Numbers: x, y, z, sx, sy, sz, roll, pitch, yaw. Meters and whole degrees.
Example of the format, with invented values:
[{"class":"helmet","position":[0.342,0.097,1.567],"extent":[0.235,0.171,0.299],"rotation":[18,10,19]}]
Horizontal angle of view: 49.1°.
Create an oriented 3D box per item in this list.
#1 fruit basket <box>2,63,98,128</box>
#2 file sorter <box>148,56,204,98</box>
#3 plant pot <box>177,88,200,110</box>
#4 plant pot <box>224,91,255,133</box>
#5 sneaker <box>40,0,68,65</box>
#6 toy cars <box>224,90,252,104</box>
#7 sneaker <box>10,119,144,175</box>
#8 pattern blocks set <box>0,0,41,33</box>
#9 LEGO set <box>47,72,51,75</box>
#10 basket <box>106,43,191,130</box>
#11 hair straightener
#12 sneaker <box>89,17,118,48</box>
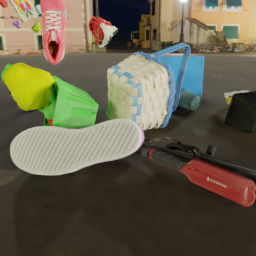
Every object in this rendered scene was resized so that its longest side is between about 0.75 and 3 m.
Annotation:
[{"class":"fruit basket","position":[-2.262,-0.667,7.760],"extent":[2.654,1.914,2.654],"rotation":[14,13,-3]},{"class":"file sorter","position":[1.966,-2.453,13.360],"extent":[2.732,1.896,1.676],"rotation":[-2,16,-7]},{"class":"plant pot","position":[2.378,-1.102,11.111],"extent":[0.800,0.800,0.784],"rotation":[-16,32,-40]},{"class":"plant pot","position":[3.825,-0.431,8.645],"extent":[1.083,1.085,0.963],"rotation":[-9,33,-26]},{"class":"sneaker","position":[-1.673,-2.275,6.449],"extent":[0.626,1.698,0.736],"rotation":[-3,29,-13]},{"class":"toy cars","position":[4.546,-1.092,11.293],"extent":[1.253,0.619,2.796],"rotation":[3,15,16]},{"class":"sneaker","position":[-1.031,0.422,6.360],"extent":[2.848,1.032,1.624],"rotation":[-5,-1,7]},{"class":"pattern blocks set","position":[-2.613,-3.020,6.936],"extent":[0.127,1.382,1.572],"rotation":[-18,43,21]},{"class":"LEGO set","position":[-3.725,-1.947,12.916],"extent":[2.831,1.162,1.080],"rotation":[10,20,27]},{"class":"basket","position":[0.731,-1.241,8.696],"extent":[2.804,2.472,1.950],"rotation":[-19,43,-30]},{"class":"hair straightener","position":[1.400,0.740,5.981],"extent":[1.153,0.613,2.996],"rotation":[-17,20,-42]},{"class":"sneaker","position":[-0.850,-3.116,8.840],"extent":[0.859,0.779,2.023],"rotation":[38,1,-16]}]
